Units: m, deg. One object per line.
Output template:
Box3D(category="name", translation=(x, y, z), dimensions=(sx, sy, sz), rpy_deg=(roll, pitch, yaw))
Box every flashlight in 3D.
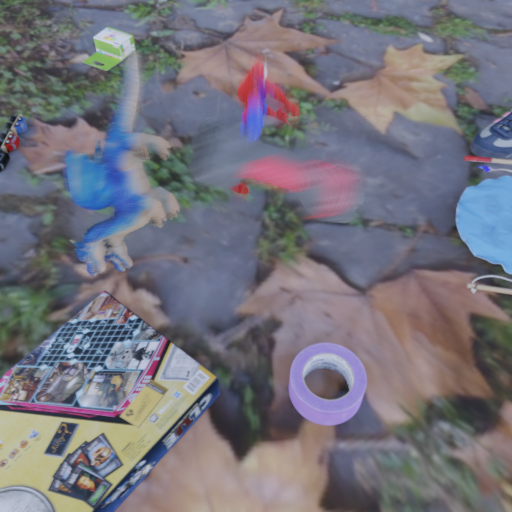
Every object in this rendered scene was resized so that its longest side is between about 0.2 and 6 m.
Box3D(category="flashlight", translation=(0.283, -0.935, 6.845), dimensions=(2.250, 0.765, 0.762), rpy_deg=(8, 37, -34))

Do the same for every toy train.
Box3D(category="toy train", translation=(-4.685, -2.148, 10.605), dimensions=(0.361, 0.269, 1.578), rpy_deg=(5, 52, 0))

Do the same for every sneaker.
Box3D(category="sneaker", translation=(4.946, -2.582, 10.522), dimensions=(2.266, 0.930, 0.795), rpy_deg=(-31, 57, -22))

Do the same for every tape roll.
Box3D(category="tape roll", translation=(0.936, 1.688, 7.416), dimensions=(0.997, 0.424, 0.997), rpy_deg=(0, 50, 0))

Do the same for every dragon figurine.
Box3D(category="dragon figurine", translation=(-2.059, -1.157, 7.930), dimensions=(1.568, 3.155, 0.928), rpy_deg=(-3, 20, 17))

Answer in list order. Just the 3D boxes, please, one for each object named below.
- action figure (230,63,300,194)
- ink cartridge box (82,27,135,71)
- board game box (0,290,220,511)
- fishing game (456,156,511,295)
Box3D(category="action figure", translation=(0.209, -2.145, 9.295), dimensions=(1.239, 0.817, 2.503), rpy_deg=(16, 60, -23))
Box3D(category="ink cartridge box", translation=(-3.318, -4.624, 12.520), dimensions=(0.752, 0.385, 1.017), rpy_deg=(24, 54, 18))
Box3D(category="board game box", translation=(-2.331, 2.149, 6.949), dimensions=(2.199, 0.562, 3.246), rpy_deg=(33, 59, 24))
Box3D(category="fishing game", translation=(4.251, -0.487, 9.200), dimensions=(1.987, 0.431, 2.775), rpy_deg=(4, 59, 4))
